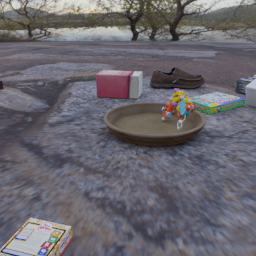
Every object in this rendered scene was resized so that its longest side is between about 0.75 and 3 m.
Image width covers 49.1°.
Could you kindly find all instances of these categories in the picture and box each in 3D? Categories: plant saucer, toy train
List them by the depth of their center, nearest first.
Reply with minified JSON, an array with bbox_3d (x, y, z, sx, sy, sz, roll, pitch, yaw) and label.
[{"bbox_3d":[1.353,-0.476,7.397,0.371,1.003,1.335,10,19,-19],"label":"toy train"},{"bbox_3d":[0.697,-0.154,7.528,2.682,0.395,2.682,-1,22,0],"label":"plant saucer"}]

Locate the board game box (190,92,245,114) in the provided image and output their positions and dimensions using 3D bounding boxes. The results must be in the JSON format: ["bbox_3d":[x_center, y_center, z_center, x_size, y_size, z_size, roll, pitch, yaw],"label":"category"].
[{"bbox_3d":[2.998,-0.897,9.737,1.808,0.263,1.217,-14,24,-32],"label":"board game box"}]

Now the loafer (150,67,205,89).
[{"bbox_3d":[2.212,-2.236,12.401,2.471,0.877,0.902,-2,21,-5],"label":"loafer"}]

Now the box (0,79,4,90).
[{"bbox_3d":[-5.988,-1.835,12.042,1.090,0.409,0.546,-11,23,-31],"label":"box"}]

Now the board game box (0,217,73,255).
[{"bbox_3d":[-1.171,1.499,3.446,0.657,0.201,0.868,6,22,16],"label":"board game box"}]

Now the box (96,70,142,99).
[{"bbox_3d":[-0.316,-1.731,11.011,1.667,0.908,1.066,4,21,10],"label":"box"}]

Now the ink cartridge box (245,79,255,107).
[{"bbox_3d":[5.148,-1.394,9.418,1.900,0.800,1.374,-34,34,-20],"label":"ink cartridge box"}]

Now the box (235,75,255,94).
[{"bbox_3d":[6.027,-1.648,11.200,2.088,0.636,2.591,-16,26,-40],"label":"box"}]
